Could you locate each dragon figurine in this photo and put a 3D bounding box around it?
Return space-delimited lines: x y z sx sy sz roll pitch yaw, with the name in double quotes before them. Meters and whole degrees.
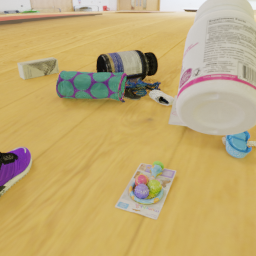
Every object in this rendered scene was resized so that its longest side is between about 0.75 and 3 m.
"dragon figurine" 0.470 -1.748 12.260 2.091 0.615 1.039 -16 32 -30

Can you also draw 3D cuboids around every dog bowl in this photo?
"dog bowl" 3.241 0.411 8.316 0.695 0.309 1.248 18 38 5

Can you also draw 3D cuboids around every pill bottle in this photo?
"pill bottle" -0.009 -2.917 13.472 2.744 1.534 1.534 -13 31 -24
"pill bottle" 1.851 -1.324 5.581 1.502 1.502 2.649 7 59 13

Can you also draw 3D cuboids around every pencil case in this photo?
"pencil case" -1.491 -1.745 11.604 2.839 1.208 1.312 4 4 11

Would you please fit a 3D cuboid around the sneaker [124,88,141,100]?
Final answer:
"sneaker" 0.184 -1.441 11.896 0.785 0.417 0.293 10 30 19

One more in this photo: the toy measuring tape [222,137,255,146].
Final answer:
"toy measuring tape" 4.132 0.207 8.347 2.450 0.901 0.901 4 28 9

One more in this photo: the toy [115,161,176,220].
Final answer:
"toy" 0.482 1.324 6.723 0.992 0.407 1.723 11 30 20

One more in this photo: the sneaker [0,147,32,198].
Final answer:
"sneaker" -3.094 0.880 6.842 0.745 1.065 2.142 6 29 12

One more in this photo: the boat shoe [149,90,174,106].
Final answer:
"boat shoe" 1.314 -1.240 11.482 1.247 0.459 0.407 22 31 37

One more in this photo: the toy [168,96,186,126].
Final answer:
"toy" 2.314 -0.457 9.831 1.542 0.632 2.679 4 30 13

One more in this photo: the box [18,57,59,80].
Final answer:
"box" -4.682 -3.157 14.732 1.957 0.804 0.669 -22 36 -33
